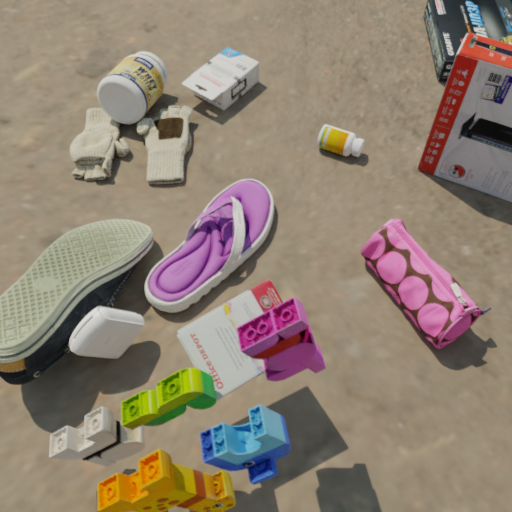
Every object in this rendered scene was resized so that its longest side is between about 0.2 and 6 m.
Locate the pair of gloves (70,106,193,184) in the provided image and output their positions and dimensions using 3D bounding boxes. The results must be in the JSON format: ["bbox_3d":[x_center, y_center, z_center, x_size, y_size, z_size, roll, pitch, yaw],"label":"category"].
[{"bbox_3d":[-2.405,-2.219,10.789,2.282,0.400,1.940,3,55,3],"label":"pair of gloves"}]

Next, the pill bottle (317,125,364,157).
[{"bbox_3d":[1.624,-2.178,10.718,0.818,0.454,0.454,22,58,15],"label":"pill bottle"}]

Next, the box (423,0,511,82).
[{"bbox_3d":[4.942,-4.875,12.527,1.997,0.578,2.513,3,55,2],"label":"box"}]

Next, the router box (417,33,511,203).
[{"bbox_3d":[4.197,-2.152,9.386,2.327,2.593,0.633,23,59,15],"label":"router box"}]

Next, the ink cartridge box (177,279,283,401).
[{"bbox_3d":[-0.193,1.003,6.765,1.285,0.532,0.936,-29,87,-12],"label":"ink cartridge box"}]

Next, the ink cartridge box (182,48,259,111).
[{"bbox_3d":[-0.732,-3.627,11.695,0.881,0.515,1.519,33,61,21],"label":"ink cartridge box"}]

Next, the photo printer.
[{"bbox_3d":[-2.132,1.089,7.914,0.771,0.926,0.322,-49,58,11],"label":"photo printer"}]

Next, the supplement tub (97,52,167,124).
[{"bbox_3d":[-2.423,-3.378,11.160,1.002,1.002,1.387,14,46,9],"label":"supplement tub"}]

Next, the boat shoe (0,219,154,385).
[{"bbox_3d":[-2.748,0.547,8.478,1.284,1.071,3.441,18,41,16],"label":"boat shoe"}]

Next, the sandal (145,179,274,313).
[{"bbox_3d":[-0.647,-0.316,9.233,1.237,0.747,3.039,26,59,17],"label":"sandal"}]

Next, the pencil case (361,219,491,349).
[{"bbox_3d":[2.508,0.342,8.629,0.948,0.979,2.089,-29,59,-13],"label":"pencil case"}]

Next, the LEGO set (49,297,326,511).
[{"bbox_3d":[-0.537,2.088,6.226,3.542,1.453,1.351,-31,46,20],"label":"LEGO set"}]
